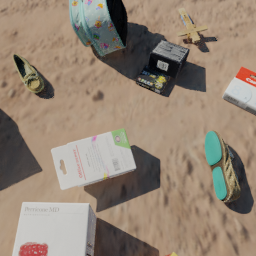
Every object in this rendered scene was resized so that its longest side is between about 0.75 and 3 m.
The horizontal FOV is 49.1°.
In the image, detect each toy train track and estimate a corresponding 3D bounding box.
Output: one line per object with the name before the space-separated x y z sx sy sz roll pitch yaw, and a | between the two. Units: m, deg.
toy train track | 2.346 -3.919 10.841 1.165 0.331 2.032 -13 57 1

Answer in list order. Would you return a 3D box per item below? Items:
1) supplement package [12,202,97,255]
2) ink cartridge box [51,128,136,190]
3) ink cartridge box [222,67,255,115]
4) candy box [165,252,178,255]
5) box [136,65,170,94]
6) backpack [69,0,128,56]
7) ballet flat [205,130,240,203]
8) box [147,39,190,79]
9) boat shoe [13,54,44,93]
supplement package | -1.645 3.147 6.319 1.587 1.567 2.617 1 62 0
ink cartridge box | -0.950 0.888 7.783 2.077 0.699 1.216 -14 80 -12
ink cartridge box | 4.139 -1.350 9.391 1.328 0.392 1.659 30 67 15
candy box | 1.653 3.815 6.060 2.405 1.403 0.679 40 70 18
box | 0.866 -1.672 9.649 0.984 0.242 0.793 26 62 13
backpack | -0.962 -3.789 9.720 1.871 2.146 2.441 -19 59 8
ballet flat | 2.721 1.079 8.031 0.695 0.750 2.129 11 62 -24
box | 1.409 -2.389 9.660 1.096 0.675 1.087 25 48 13
boat shoe | -3.427 -1.859 9.514 0.609 0.525 1.669 -34 66 0
